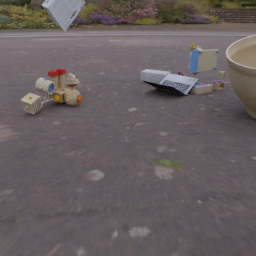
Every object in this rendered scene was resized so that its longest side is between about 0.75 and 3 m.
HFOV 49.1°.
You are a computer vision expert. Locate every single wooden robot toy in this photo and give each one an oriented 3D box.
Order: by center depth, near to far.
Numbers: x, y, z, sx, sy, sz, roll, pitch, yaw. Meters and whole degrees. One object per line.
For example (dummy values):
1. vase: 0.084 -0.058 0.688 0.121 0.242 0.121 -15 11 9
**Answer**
1. wooden robot toy: -2.186 -1.239 9.522 1.261 1.225 2.780 21 29 19

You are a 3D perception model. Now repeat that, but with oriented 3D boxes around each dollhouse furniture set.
1. dollhouse furniture set: 3.003 -2.502 11.404 1.780 1.885 1.230 -12 27 -27

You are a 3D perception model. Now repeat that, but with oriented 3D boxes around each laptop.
1. laptop: 1.691 -1.901 11.087 1.515 0.938 1.618 21 59 40

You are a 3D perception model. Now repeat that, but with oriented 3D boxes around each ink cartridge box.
1. ink cartridge box: -1.517 -2.991 6.751 0.215 0.976 0.994 31 -7 15

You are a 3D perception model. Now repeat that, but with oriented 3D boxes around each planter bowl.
1. planter bowl: 4.419 -1.389 8.186 2.970 1.999 2.970 -9 33 6

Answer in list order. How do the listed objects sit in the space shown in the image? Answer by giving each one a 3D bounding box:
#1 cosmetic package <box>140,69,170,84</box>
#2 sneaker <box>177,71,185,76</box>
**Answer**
1. cosmetic package: 1.250 -2.332 12.767 1.218 0.549 0.651 16 28 27
2. sneaker: 2.541 -2.398 13.121 0.385 0.356 0.954 -10 25 -22
